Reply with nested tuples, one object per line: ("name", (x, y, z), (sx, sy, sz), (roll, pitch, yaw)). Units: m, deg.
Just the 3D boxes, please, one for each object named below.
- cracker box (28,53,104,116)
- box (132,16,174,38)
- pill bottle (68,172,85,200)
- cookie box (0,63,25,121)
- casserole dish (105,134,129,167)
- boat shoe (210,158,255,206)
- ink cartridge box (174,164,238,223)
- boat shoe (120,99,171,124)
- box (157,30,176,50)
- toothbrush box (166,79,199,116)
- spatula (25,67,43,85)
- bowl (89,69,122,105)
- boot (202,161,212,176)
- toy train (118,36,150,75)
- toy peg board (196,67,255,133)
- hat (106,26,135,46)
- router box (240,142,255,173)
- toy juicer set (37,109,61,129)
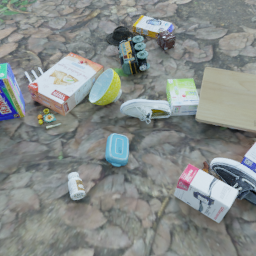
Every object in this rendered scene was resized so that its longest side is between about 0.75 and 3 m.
("cracker box", (-2.727, -2.075, 12.718), (1.968, 0.847, 2.938), (26, 56, 19))
("box", (1.489, -5.720, 16.012), (2.161, 0.448, 1.286), (23, 54, 15))
("pill bottle", (-1.798, 1.982, 9.626), (0.491, 0.491, 0.859), (-15, 52, -12))
("cookie box", (-5.771, -1.260, 11.117), (2.705, 2.314, 1.017), (-11, 55, -9))
("casserole dish", (-0.365, 0.763, 10.587), (0.891, 0.286, 1.472), (14, 50, -13))
("boat shoe", (3.891, 1.977, 9.421), (2.597, 0.932, 0.880), (33, 56, 16))
("ink cartridge box", (2.463, 2.112, 9.027), (1.708, 1.237, 0.720), (29, 56, 21))
("boat shoe", (0.772, -0.611, 11.607), (2.138, 0.790, 0.911), (1, 46, -11))
("box", (2.049, -4.720, 15.032), (0.658, 0.651, 0.793), (-22, 54, -17))
("toothbrush box", (2.374, -1.368, 12.245), (1.187, 0.702, 1.630), (-2, 52, -1))
("spatula", (-4.343, -2.381, 13.446), (0.965, 0.112, 1.388), (-25, 57, -18))
("bowl", (-0.827, -1.630, 12.193), (0.916, 1.702, 1.702), (31, 43, -30))
("boot", (2.551, 1.592, 10.163), (0.840, 0.288, 0.791), (-8, 58, 3))
("toy train", (0.249, -3.662, 13.988), (1.404, 1.050, 2.464), (-13, 51, 2))
("toy peg board", (4.266, -0.982, 11.810), (2.576, 1.260, 2.565), (12, 67, 10))
("hat", (-0.396, -5.208, 15.442), (1.615, 0.651, 1.615), (0, 51, 0))
("router box", (5.850, 1.227, 10.148), (2.579, 0.630, 2.314), (36, 59, 26))
("toy juicer set", (-3.372, -0.347, 11.671), (0.680, 0.291, 1.069), (-34, 59, -25))
